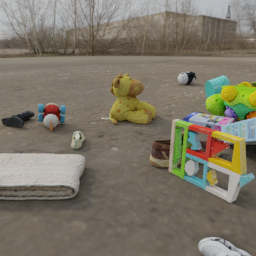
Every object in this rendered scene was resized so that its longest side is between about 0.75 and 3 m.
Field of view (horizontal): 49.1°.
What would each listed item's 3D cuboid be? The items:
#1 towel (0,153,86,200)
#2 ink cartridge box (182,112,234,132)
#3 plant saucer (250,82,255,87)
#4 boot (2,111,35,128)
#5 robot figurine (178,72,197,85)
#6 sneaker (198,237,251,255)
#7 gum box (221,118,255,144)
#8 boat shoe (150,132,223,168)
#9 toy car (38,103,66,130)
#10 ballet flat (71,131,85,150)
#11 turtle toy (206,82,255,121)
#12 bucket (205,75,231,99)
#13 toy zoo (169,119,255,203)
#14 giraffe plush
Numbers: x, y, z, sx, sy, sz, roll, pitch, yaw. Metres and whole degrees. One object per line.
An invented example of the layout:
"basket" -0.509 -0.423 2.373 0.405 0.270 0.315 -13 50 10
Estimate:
"towel" -2.360 1.048 6.548 2.609 0.450 1.729 0 19 -1
"ink cartridge box" 2.873 -0.227 10.563 1.950 0.409 1.164 9 20 31
"plant saucer" 5.703 -1.030 11.727 1.814 0.435 1.817 19 67 44
"boot" -4.128 -0.365 11.023 1.011 0.403 1.226 9 16 21
"robot figurine" 4.169 -3.534 19.754 1.421 1.067 0.886 -13 40 -34
"sneaker" 1.403 1.942 3.916 1.023 0.384 0.588 17 22 33
"gum box" 4.168 0.103 7.540 2.390 0.627 2.813 0 -5 -1
"boat shoe" 1.653 0.483 7.674 2.250 0.810 0.812 -6 19 -18
"toy car" -2.833 -0.272 10.334 0.988 0.948 1.072 4 45 -14
"ballet flat" -1.586 0.309 8.897 0.408 0.408 1.174 -2 18 -7
"turtle toy" 4.456 -0.970 11.050 2.882 1.456 2.100 16 24 40
"bucket" 4.564 -1.919 14.215 0.886 1.362 1.362 -15 20 -5
"toy zoo" 1.755 0.698 6.136 0.215 1.376 2.098 -12 21 -37
"giraffe plush" 0.014 -1.262 11.349 2.251 1.825 1.942 -4 19 -11
